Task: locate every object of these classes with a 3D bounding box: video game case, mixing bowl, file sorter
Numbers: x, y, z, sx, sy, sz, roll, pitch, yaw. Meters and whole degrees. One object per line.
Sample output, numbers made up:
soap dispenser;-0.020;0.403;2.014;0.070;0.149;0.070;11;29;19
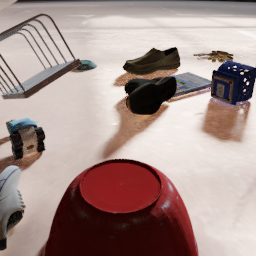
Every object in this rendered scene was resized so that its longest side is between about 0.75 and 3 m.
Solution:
video game case;1.902;-1.587;10.046;2.043;0.184;1.463;-17;34;-28
mixing bowl;-0.083;1.233;3.914;2.259;1.223;2.259;0;30;0
file sorter;-1.800;-1.194;4.871;1.107;0.993;1.595;-41;26;-26

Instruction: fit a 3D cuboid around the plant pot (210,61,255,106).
plant pot;3.223;-1.376;8.798;0.992;1.103;1.103;-27;39;-28

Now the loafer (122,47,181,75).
loafer;0.986;-2.815;11.502;2.683;0.905;1.020;-16;33;-26

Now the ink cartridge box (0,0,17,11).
ink cartridge box;-3.590;-2.861;5.796;1.781;1.311;1.288;-26;19;9

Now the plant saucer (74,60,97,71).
plant saucer;-1.921;-2.758;12.120;1.176;0.226;1.176;0;28;0

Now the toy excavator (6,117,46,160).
toy excavator;-2.462;0.073;6.424;0.676;1.317;1.354;-19;62;-29

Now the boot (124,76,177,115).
boot;0.260;-1.026;8.565;1.617;0.906;2.338;10;22;35

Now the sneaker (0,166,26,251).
sneaker;-1.964;1.289;4.575;0.588;0.606;1.661;11;34;-8

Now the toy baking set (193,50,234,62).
toy baking set;4.148;-3.534;13.519;1.395;0.211;1.817;-23;36;-35
